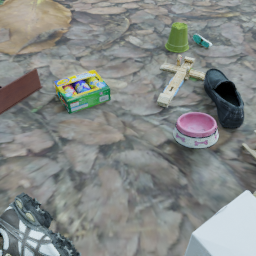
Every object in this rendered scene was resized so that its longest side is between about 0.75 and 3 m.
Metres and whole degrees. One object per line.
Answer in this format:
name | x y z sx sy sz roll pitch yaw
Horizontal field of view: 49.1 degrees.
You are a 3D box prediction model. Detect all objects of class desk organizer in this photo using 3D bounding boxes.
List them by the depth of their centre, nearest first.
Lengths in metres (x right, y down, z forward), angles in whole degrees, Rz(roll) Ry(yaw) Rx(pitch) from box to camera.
desk organizer | -3.682 -1.207 8.670 0.707 0.759 1.971 26 50 24

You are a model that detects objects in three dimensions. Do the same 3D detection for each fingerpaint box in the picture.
fingerpaint box | -1.432 -1.180 8.818 1.422 0.521 1.186 -21 48 -20

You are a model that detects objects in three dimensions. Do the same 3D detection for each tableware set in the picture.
tableware set | 3.799 0.626 6.533 1.379 0.418 2.086 -4 24 -4

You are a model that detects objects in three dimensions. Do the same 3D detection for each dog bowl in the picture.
dog bowl | 1.743 0.017 7.184 1.165 0.430 1.165 -3 34 2

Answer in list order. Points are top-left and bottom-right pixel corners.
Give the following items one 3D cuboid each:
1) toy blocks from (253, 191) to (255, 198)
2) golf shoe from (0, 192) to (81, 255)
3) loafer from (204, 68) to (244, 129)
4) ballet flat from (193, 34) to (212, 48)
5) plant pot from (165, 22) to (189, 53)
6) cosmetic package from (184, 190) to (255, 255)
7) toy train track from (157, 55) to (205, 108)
toy blocks | 3.441 1.426 6.066 1.377 0.600 1.653 13 45 13
golf shoe | -1.627 2.300 5.119 1.105 0.909 2.339 -44 55 -16
loafer | 2.919 -1.105 8.455 0.878 0.908 2.586 -1 44 -1
ballet flat | 3.054 -3.537 11.457 0.330 0.330 0.950 -26 54 -25
plant pot | 1.987 -3.621 11.063 0.965 0.916 0.965 0 45 0
cosmetic package | 2.401 2.585 4.433 1.502 1.184 2.791 -25 49 -22
toy train track | 1.697 -1.756 9.452 1.700 0.482 2.963 19 48 19
